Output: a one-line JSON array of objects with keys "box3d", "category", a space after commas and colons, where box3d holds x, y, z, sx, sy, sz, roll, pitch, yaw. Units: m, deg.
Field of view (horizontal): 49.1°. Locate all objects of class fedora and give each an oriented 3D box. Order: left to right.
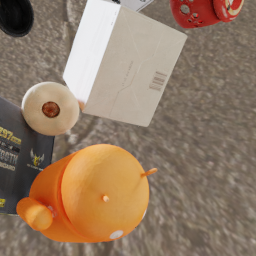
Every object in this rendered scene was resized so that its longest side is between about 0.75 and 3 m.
[{"box3d": [-3.619, -3.529, 8.594, 0.671, 1.468, 1.468, 11, 51, 41], "category": "fedora"}]

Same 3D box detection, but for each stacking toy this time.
[{"box3d": [-1.581, -0.580, 6.054, 1.093, 1.093, 1.496, -7, 22, -5], "category": "stacking toy"}]

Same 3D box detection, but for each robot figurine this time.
[{"box3d": [-0.660, 1.066, 4.370, 1.731, 2.407, 1.404, 30, 55, -28], "category": "robot figurine"}]

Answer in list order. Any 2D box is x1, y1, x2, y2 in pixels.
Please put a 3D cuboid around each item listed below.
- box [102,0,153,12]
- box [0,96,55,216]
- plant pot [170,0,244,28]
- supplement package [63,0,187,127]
[{"box3d": [0.037, -4.313, 8.246, 1.589, 2.725, 0.819, 28, 85, -23], "category": "box"}, {"box3d": [-2.404, 0.541, 5.201, 0.648, 2.540, 2.003, -5, 68, 19], "category": "box"}, {"box3d": [2.403, -3.909, 8.262, 1.666, 1.830, 1.830, 17, 53, 41], "category": "plant pot"}, {"box3d": [-0.244, -1.604, 6.634, 1.688, 2.194, 2.295, 13, 21, -29], "category": "supplement package"}]
